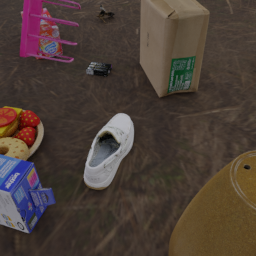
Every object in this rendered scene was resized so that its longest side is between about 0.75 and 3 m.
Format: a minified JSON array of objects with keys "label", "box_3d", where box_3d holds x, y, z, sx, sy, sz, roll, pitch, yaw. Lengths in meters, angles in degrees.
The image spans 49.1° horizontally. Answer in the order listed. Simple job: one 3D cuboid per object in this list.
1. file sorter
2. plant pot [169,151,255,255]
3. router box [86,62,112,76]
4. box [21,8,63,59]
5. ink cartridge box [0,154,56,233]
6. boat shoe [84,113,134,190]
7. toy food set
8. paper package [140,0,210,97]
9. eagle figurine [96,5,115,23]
[{"label":"file sorter","box_3d":[-1.272,-1.857,4.838,0.835,1.331,0.925,9,16,-8]},{"label":"plant pot","box_3d":[1.904,1.569,4.470,2.273,2.439,2.273,0,42,0]},{"label":"router box","box_3d":[-1.035,-2.123,10.070,0.788,0.201,0.588,10,44,10]},{"label":"box","box_3d":[-3.469,-3.816,11.210,1.082,1.130,2.267,-17,45,-17]},{"label":"ink cartridge box","box_3d":[-2.507,1.242,5.539,2.087,1.424,0.797,13,44,14]},{"label":"boat shoe","box_3d":[-0.395,0.335,6.944,0.865,0.846,2.442,10,44,11]},{"label":"toy food set","box_3d":[-3.473,0.223,7.244,2.461,0.605,2.487,9,44,10]},{"label":"paper package","box_3d":[1.319,-2.767,8.946,1.380,2.667,2.542,-9,43,-9]},{"label":"eagle figurine","box_3d":[-1.141,-5.532,13.465,0.731,0.735,0.969,3,44,34]}]
